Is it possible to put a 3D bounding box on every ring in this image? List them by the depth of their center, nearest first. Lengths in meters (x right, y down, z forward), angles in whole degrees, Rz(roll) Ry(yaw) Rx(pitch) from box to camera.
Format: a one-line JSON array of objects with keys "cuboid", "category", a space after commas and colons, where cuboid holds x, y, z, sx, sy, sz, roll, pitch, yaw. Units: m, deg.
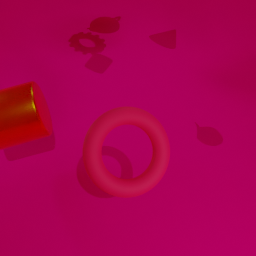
[{"cuboid": [-0.001, 0.384, 4.536, 1.471, 0.294, 1.471, 1, 88, -17], "category": "ring"}]

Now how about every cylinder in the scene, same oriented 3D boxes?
[{"cuboid": [-2.455, -0.263, 6.113, 1.251, 1.251, 1.251, -16, 53, -4], "category": "cylinder"}]
